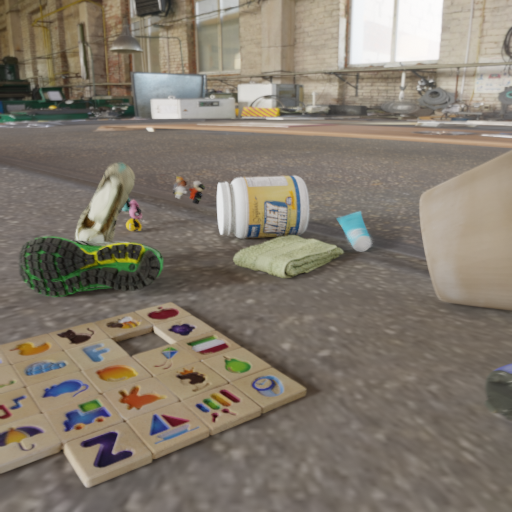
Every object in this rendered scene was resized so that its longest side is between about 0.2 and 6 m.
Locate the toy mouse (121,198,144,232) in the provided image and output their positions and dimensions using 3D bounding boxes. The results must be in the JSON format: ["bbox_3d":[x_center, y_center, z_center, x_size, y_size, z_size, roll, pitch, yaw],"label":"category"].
[{"bbox_3d":[-2.735,-1.001,12.096,0.223,1.023,1.151,-17,-3,9],"label":"toy mouse"}]

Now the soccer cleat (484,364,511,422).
[{"bbox_3d":[2.897,1.429,4.872,0.778,0.601,1.860,-8,18,-27],"label":"soccer cleat"}]

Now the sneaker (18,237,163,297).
[{"bbox_3d":[-2.566,0.178,8.737,2.307,0.900,0.983,4,3,4],"label":"sneaker"}]

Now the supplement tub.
[{"bbox_3d":[0.112,-0.995,11.499,1.729,1.250,1.250,-4,18,-10],"label":"supplement tub"}]

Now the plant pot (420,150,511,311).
[{"bbox_3d":[3.650,-0.319,7.714,2.407,2.774,2.774,-11,12,26],"label":"plant pot"}]

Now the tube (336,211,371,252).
[{"bbox_3d":[1.953,-0.545,11.108,0.519,0.338,1.341,-12,29,4],"label":"tube"}]

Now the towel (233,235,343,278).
[{"bbox_3d":[0.579,-0.037,9.990,1.320,0.325,1.780,13,22,38],"label":"towel"}]

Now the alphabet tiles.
[{"bbox_3d":[-1.739,1.363,5.889,3.502,0.132,2.927,-13,22,-34],"label":"alphabet tiles"}]

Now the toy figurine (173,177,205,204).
[{"bbox_3d":[-1.725,-1.702,14.302,0.735,0.520,0.747,16,14,-18],"label":"toy figurine"}]

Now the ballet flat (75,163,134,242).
[{"bbox_3d":[-2.589,-0.626,9.188,0.654,1.927,0.726,27,16,-1],"label":"ballet flat"}]
